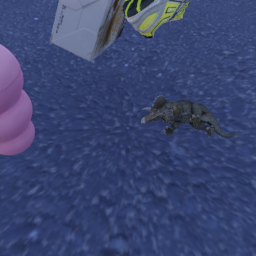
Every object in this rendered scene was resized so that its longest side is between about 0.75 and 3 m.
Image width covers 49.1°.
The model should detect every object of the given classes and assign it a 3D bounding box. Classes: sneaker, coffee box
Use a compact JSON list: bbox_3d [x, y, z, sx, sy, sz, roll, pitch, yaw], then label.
[{"bbox_3d":[0.614,-1.728,3.547,1.427,0.545,0.538,-33,48,8],"label":"sneaker"},{"bbox_3d":[-0.696,-2.839,6.772,1.053,1.511,2.642,26,33,-1],"label":"coffee box"}]

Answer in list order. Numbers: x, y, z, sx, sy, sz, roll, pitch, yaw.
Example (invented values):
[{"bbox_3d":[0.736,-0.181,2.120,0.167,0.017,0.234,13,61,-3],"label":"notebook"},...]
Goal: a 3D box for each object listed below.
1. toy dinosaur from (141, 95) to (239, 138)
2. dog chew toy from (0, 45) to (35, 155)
[{"bbox_3d":[1.177,-0.271,5.416,1.910,0.735,0.977,3,30,8],"label":"toy dinosaur"},{"bbox_3d":[-2.186,-0.360,4.599,1.291,2.074,1.291,-7,43,6],"label":"dog chew toy"}]
